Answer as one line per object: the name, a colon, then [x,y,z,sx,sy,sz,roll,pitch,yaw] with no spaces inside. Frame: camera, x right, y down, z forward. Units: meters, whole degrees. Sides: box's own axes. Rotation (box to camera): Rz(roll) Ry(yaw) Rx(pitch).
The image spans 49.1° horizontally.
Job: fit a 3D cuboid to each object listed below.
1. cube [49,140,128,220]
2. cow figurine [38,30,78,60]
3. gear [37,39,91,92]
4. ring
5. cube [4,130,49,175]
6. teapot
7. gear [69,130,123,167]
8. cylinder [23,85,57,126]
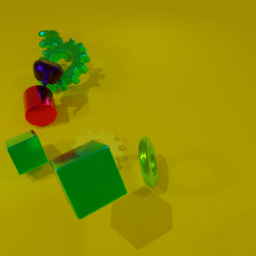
cube: [-0.690,0.819,4.738,0.898,0.898,0.898,-25,12,-19]
cow figurine: [-2.555,-3.139,10.420,1.426,0.795,1.449,-12,57,-4]
gear: [-2.160,-2.071,9.226,1.874,0.347,1.874,-9,62,17]
ring: [0.487,0.795,6.573,0.242,1.210,1.210,-11,46,14]
cube: [-2.495,0.580,6.881,0.746,0.746,0.746,-25,21,-21]
teapot: [-2.313,-1.543,8.016,0.874,0.689,1.406,15,20,-20]
gear: [-0.828,0.645,7.328,1.389,0.257,1.389,0,48,0]
cylinder: [-2.533,-0.640,8.041,0.868,0.868,0.868,-13,51,-12]
